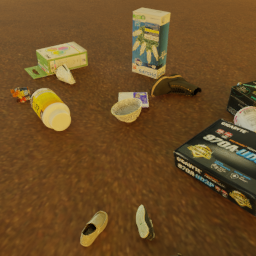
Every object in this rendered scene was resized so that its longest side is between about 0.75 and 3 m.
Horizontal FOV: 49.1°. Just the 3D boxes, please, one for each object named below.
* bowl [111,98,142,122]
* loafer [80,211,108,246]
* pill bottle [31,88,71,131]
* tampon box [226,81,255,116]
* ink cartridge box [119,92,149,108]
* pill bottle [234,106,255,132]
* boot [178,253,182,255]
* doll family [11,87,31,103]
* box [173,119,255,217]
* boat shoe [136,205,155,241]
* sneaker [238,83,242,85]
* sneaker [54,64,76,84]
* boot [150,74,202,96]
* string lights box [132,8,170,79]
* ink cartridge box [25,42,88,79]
[{"bbox_3d":[0.015,-0.591,10.715,1.217,0.571,1.217,-13,33,9],"label":"bowl"},{"bbox_3d":[-0.817,2.428,6.919,0.384,0.347,1.016,15,39,19],"label":"loafer"},{"bbox_3d":[-2.874,-0.676,10.526,1.039,1.039,1.901,-22,41,-27],"label":"pill bottle"},{"bbox_3d":[5.034,-1.045,10.971,1.737,1.097,1.302,-15,39,-20],"label":"tampon box"},{"bbox_3d":[0.217,-1.102,11.740,1.248,0.273,1.260,0,34,0],"label":"ink cartridge box"},{"bbox_3d":[4.383,0.103,9.543,0.967,0.967,1.707,-2,37,-3],"label":"pill bottle"},{"bbox_3d":[1.854,2.939,5.714,2.851,1.104,1.972,-26,39,-32],"label":"boot"},{"bbox_3d":[-4.673,-1.552,12.136,0.737,0.535,1.188,-16,39,-20],"label":"doll family"},{"bbox_3d":[3.128,0.932,8.113,2.290,0.663,2.881,-30,37,-24],"label":"box"},{"bbox_3d":[0.439,2.384,7.076,0.339,0.360,1.003,27,22,-22],"label":"boat shoe"},{"bbox_3d":[5.283,-1.621,12.300,1.133,0.457,0.433,29,44,32],"label":"sneaker"},{"bbox_3d":[-3.030,-2.478,13.447,0.672,0.637,1.669,-27,40,-11],"label":"sneaker"},{"bbox_3d":[2.101,-1.693,12.187,2.084,0.807,1.442,-31,51,-34],"label":"boot"},{"bbox_3d":[1.057,-4.027,13.426,1.523,2.965,0.874,23,42,27],"label":"string lights box"},{"bbox_3d":[-3.768,-3.565,14.558,2.995,0.888,1.555,-22,42,-27],"label":"ink cartridge box"}]
